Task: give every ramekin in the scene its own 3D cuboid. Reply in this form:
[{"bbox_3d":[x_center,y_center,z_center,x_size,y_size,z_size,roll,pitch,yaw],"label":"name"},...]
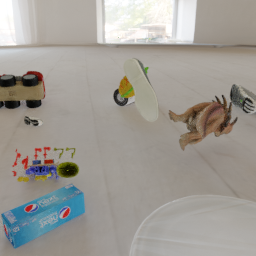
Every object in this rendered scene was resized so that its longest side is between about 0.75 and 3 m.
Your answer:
[{"bbox_3d":[1.252,2.027,3.434,2.532,1.179,2.532,0,21,0],"label":"ramekin"}]

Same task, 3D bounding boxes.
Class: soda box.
[{"bbox_3d":[-1.571,1.632,5.367,1.483,0.503,0.476,-18,28,-38],"label":"soda box"}]

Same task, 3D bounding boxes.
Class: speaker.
[{"bbox_3d":[0.243,-1.702,13.402,0.858,0.858,2.114,13,25,30],"label":"speaker"}]

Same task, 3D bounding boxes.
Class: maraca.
[{"bbox_3d":[0.219,-1.675,10.281,0.799,1.494,1.024,36,37,-21],"label":"maraca"}]

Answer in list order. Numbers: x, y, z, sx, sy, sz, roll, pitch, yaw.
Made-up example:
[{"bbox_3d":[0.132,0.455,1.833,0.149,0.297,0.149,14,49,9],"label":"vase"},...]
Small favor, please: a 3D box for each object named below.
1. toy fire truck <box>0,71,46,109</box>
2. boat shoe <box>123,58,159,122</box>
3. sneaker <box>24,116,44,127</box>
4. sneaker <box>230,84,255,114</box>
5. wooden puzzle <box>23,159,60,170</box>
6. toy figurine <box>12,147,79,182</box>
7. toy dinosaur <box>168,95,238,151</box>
[{"bbox_3d":[-5.188,-1.965,13.347,2.568,1.877,2.917,-3,32,-6],"label":"toy fire truck"},{"bbox_3d":[0.505,-1.167,8.445,0.721,1.979,0.611,-22,3,31],"label":"boat shoe"},{"bbox_3d":[-3.543,-0.243,10.529,0.886,0.327,0.354,18,14,28],"label":"sneaker"},{"bbox_3d":[5.534,-1.243,12.457,1.345,0.874,2.330,3,31,-6],"label":"sneaker"},{"bbox_3d":[-2.208,0.903,7.225,0.866,0.200,0.802,-7,-4,-13],"label":"wooden puzzle"},{"bbox_3d":[-1.968,0.932,6.857,1.494,0.788,0.895,-3,-15,-12],"label":"toy figurine"},{"bbox_3d":[2.186,-0.257,7.631,1.914,1.212,2.824,-20,-6,8],"label":"toy dinosaur"}]
